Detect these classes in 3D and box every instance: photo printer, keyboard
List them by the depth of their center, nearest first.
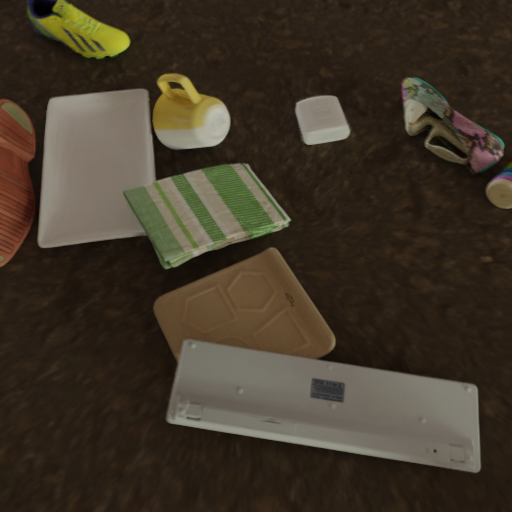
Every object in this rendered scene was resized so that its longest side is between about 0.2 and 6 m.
[{"bbox_3d":[0.942,1.976,7.535,4.137,0.221,1.164,9,56,1],"label":"keyboard"},{"bbox_3d":[1.250,-2.670,10.853,0.879,0.367,1.056,-11,56,-3],"label":"photo printer"}]

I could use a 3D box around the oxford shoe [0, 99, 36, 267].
[{"bbox_3d":[-4.579,-1.127,9.566,1.204,1.154,3.261,-19,55,21],"label":"oxford shoe"}]

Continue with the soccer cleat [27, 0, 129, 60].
[{"bbox_3d":[-3.895,-4.967,12.054,2.456,1.027,0.794,21,58,14],"label":"soccer cleat"}]

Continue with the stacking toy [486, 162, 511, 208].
[{"bbox_3d":[4.612,-1.429,9.935,0.572,0.572,1.341,32,57,20],"label":"stacking toy"}]

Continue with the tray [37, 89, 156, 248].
[{"bbox_3d":[-2.808,-1.635,10.125,1.960,0.405,3.650,-8,56,-5],"label":"tray"}]

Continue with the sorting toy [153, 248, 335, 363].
[{"bbox_3d":[-0.213,1.051,8.317,2.142,0.391,1.983,-26,59,-11],"label":"sorting toy"}]

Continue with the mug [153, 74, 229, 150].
[{"bbox_3d":[-1.159,-2.441,9.926,1.120,1.364,1.093,16,90,40],"label":"mug"}]

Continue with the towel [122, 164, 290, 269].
[{"bbox_3d":[-0.815,-0.778,9.416,2.312,0.270,1.764,-20,57,-24],"label":"towel"}]

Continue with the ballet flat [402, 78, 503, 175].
[{"bbox_3d":[3.417,-2.428,10.500,0.895,0.869,2.515,-39,63,-3],"label":"ballet flat"}]
